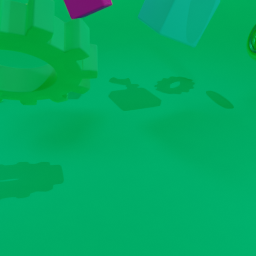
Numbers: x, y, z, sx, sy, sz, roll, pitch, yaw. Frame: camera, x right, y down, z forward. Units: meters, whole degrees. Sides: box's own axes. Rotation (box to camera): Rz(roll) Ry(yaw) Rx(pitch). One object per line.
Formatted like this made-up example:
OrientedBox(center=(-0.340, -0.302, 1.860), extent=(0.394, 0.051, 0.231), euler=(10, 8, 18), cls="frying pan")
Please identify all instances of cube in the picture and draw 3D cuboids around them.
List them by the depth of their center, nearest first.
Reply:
OrientedBox(center=(1.129, -2.726, 6.453), extent=(1.143, 1.143, 1.143), euler=(7, 32, -34), cls="cube")
OrientedBox(center=(-1.006, -3.193, 6.674), extent=(0.878, 0.878, 0.878), euler=(-16, 21, 17), cls="cube")

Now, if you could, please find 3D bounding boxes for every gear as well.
OrientedBox(center=(-1.322, -0.776, 3.219), extent=(1.906, 1.906, 0.353), euler=(-2, 73, -4), cls="gear")

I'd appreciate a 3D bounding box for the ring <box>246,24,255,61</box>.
OrientedBox(center=(3.489, -2.261, 6.906), extent=(0.256, 1.282, 1.282), euler=(16, 23, -26), cls="ring")
